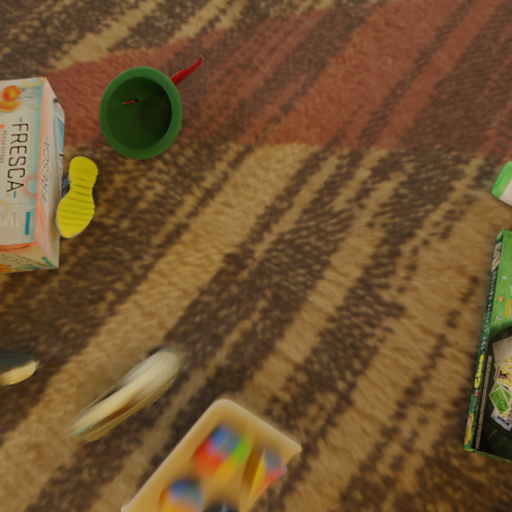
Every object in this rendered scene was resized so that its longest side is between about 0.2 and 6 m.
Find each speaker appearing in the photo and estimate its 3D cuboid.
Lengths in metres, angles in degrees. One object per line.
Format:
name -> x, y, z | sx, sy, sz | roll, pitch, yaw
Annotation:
speaker -> 5.298, -1.069, 10.186 | 1.773, 0.784, 0.784 | 26, 70, 10

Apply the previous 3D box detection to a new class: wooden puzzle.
wooden puzzle -> -0.488, 3.123, 7.663 | 2.052, 1.900, 0.475 | -47, 38, -1

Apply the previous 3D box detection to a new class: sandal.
sandal -> -3.285, -0.991, 10.169 | 0.629, 0.688, 1.581 | 22, 57, -27

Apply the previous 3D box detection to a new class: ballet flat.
ballet flat -> -4.776, 2.124, 8.926 | 2.619, 0.870, 0.744 | -15, 100, 0
ballet flat -> -1.925, 2.106, 8.558 | 1.868, 0.703, 0.634 | -36, 78, -24

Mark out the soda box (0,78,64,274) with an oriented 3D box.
soda box -> -4.213, -1.470, 10.112 | 1.101, 1.185, 3.464 | -5, 67, -2

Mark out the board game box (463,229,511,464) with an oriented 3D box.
board game box -> 4.780, 1.557, 9.265 | 2.047, 0.458, 3.907 | 16, 68, 9

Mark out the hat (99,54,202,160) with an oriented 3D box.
hat -> -1.856, -2.886, 11.248 | 2.011, 1.770, 1.665 | -26, 93, 20
